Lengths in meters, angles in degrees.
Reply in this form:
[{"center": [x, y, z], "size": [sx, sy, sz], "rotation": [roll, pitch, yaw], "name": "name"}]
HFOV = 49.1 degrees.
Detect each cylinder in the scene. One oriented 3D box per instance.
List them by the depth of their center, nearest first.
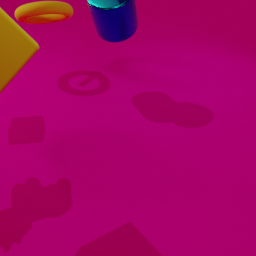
[{"center": [-0.354, -2.903, 6.872], "size": [1.128, 1.128, 1.128], "rotation": [-3, 66, 6], "name": "cylinder"}]

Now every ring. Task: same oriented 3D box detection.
[{"center": [-2.410, -3.319, 8.110], "size": [1.640, 0.328, 1.640], "rotation": [-7, 12, 2], "name": "ring"}]

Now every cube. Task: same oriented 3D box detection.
[{"center": [-1.802, -0.872, 2.867], "size": [1.064, 1.064, 1.064], "rotation": [-52, 41, -7], "name": "cube"}]
